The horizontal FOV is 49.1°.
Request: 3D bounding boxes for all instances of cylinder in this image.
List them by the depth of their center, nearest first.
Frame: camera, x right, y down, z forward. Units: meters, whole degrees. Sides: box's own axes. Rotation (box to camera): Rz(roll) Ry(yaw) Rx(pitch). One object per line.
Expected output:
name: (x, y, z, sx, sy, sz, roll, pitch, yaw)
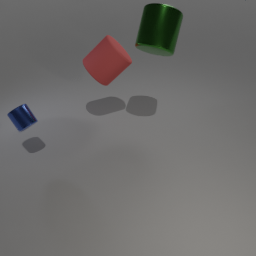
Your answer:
cylinder: (-3.452, -0.326, 9.186, 0.700, 0.700, 0.700, -32, 7, 5)
cylinder: (1.072, -3.369, 9.752, 1.400, 1.400, 1.400, 13, 6, -1)
cylinder: (-0.802, -2.614, 10.922, 1.400, 1.400, 1.400, -40, 28, 19)
